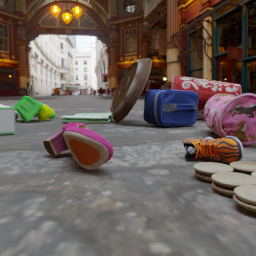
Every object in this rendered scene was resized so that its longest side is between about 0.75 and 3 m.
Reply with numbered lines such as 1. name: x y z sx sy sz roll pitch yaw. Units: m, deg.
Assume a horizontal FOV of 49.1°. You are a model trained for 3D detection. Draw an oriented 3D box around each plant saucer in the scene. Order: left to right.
1. plant saucer: -0.003 -1.591 11.305 0.464 2.892 2.892 25 0 -16

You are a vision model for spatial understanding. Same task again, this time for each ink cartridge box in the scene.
1. ink cartridge box: -4.401 -0.275 8.645 1.414 0.814 1.937 -4 8 -31

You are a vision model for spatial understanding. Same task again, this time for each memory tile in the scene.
1. memory tile: 1.907 0.728 3.291 1.690 0.185 2.205 -1 7 -9

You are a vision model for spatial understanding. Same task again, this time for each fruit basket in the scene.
1. fruit basket: -3.989 -0.675 12.099 1.643 1.185 1.643 37 -13 10

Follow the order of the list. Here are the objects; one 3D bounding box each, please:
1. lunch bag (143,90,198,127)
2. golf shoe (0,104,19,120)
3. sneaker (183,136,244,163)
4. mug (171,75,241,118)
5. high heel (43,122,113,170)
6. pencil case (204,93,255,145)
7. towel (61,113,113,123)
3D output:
1. lunch bag: 1.679 -0.721 10.200 1.943 1.320 1.285 -2 8 -30
2. golf shoe: -5.252 -0.659 11.731 0.656 0.832 1.806 2 6 16
3. sneaker: 1.402 0.418 4.942 0.706 0.489 1.261 -6 -2 -16
4. mug: 3.400 -1.156 12.592 2.977 1.986 2.642 7 31 9
5. high heel: -0.666 0.182 4.972 1.015 0.713 2.116 -31 13 -33
6. pencil case: 2.812 -0.337 7.519 1.214 1.269 2.933 16 10 6
7. towel: -1.627 -0.492 12.399 2.100 0.322 2.753 0 7 4
